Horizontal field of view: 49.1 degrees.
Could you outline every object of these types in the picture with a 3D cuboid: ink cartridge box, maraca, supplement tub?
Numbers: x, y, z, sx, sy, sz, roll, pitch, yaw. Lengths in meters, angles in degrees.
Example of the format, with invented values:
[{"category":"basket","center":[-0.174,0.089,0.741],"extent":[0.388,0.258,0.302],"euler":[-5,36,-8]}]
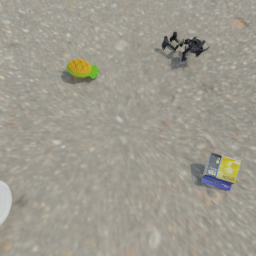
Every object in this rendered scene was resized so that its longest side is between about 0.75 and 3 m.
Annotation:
[{"category":"ink cartridge box","center":[2.230,1.051,6.722],"extent":[0.759,0.181,0.768],"euler":[16,85,-2]},{"category":"maraca","center":[-1.356,-1.779,8.478],"extent":[0.997,0.534,0.684],"euler":[12,58,-7]},{"category":"supplement tub","center":[-3.433,1.518,5.840],"extent":[1.723,1.056,1.056],"euler":[1,58,21]}]

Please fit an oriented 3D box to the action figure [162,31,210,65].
[{"category":"action figure","center":[1.837,-2.489,8.763],"extent":[0.884,0.759,1.488],"euler":[-40,52,-24]}]
